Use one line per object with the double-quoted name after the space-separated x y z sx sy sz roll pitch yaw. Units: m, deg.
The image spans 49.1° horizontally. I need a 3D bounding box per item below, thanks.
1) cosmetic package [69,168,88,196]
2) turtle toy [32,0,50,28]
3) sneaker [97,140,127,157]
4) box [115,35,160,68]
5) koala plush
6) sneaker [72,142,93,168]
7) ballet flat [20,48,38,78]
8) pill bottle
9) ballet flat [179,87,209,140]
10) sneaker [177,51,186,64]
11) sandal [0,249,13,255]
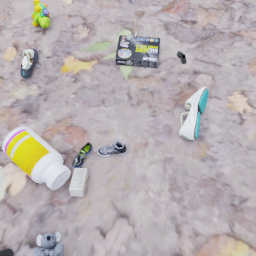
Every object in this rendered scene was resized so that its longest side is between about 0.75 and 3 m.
-1.696 1.869 9.693 0.474 0.400 0.917 3 43 5 "cosmetic package"
-4.411 -5.718 14.275 0.797 1.149 1.577 0 56 -25 "turtle toy"
-0.595 0.733 10.401 1.132 0.644 0.427 -4 58 -3 "sneaker"
0.484 -3.632 13.246 2.013 0.446 1.613 6 58 4 "box"
-2.431 3.659 8.592 0.868 0.900 0.979 -8 37 -17 "koala plush"
-1.707 0.973 10.360 0.396 0.462 1.116 25 61 16 "sneaker"
-4.556 -3.146 12.832 0.690 0.690 1.888 1 58 0 "ballet flat"
-3.164 1.080 9.821 2.416 1.259 1.259 36 65 20 "pill bottle"
2.601 -0.677 11.255 0.898 0.898 2.588 17 60 10 "ballet flat"
2.555 -3.386 13.155 0.297 0.355 0.782 -19 59 -9 "sneaker"
-4.189 4.033 8.548 1.280 0.288 0.481 -20 60 -12 "sandal"
